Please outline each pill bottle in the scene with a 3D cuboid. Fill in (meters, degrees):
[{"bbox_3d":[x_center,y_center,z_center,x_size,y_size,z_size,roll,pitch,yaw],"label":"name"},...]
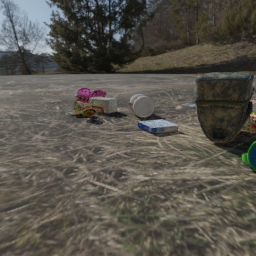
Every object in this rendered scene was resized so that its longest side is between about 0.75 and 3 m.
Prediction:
[{"bbox_3d":[0.632,-1.166,14.016,1.030,1.030,1.771,-2,13,-9],"label":"pill bottle"}]

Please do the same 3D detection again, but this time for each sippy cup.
[{"bbox_3d":[3.597,0.696,7.086,1.172,0.921,0.859,32,19,32],"label":"sippy cup"}]

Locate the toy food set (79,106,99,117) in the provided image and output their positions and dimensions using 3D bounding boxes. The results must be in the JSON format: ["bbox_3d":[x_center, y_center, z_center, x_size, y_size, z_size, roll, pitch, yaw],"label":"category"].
[{"bbox_3d":[-1.781,-0.686,12.944,0.644,0.187,0.933,-23,-27,21],"label":"toy food set"}]

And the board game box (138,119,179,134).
[{"bbox_3d":[1.187,-0.073,11.202,1.189,0.259,1.195,-6,15,-24],"label":"board game box"}]

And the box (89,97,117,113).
[{"bbox_3d":[-1.324,-1.241,14.925,1.306,0.712,0.835,9,17,33],"label":"box"}]

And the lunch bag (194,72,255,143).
[{"bbox_3d":[3.493,-0.808,10.104,1.875,2.258,2.692,6,17,25],"label":"lunch bag"}]

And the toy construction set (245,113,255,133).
[{"bbox_3d":[4.843,-0.370,11.228,1.181,0.830,1.802,22,18,-13],"label":"toy construction set"}]

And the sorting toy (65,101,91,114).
[{"bbox_3d":[-2.564,-0.920,14.120,1.131,0.604,1.018,14,27,40],"label":"sorting toy"}]

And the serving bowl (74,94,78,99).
[{"bbox_3d":[-3.253,-2.144,19.371,0.934,0.307,0.934,0,15,0],"label":"serving bowl"}]

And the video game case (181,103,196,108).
[{"bbox_3d":[3.733,-1.337,16.577,0.908,0.108,0.826,-14,20,-42],"label":"video game case"}]

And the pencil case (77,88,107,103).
[{"bbox_3d":[-2.302,-2.025,17.537,1.082,1.049,2.311,-41,32,-19],"label":"pencil case"}]
